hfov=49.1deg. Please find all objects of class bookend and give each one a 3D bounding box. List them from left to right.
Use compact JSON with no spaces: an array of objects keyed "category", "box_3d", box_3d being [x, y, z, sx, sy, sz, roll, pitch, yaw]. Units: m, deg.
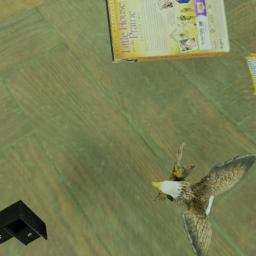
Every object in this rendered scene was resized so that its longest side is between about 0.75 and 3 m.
[{"category":"bookend","box_3d":[-2.243,2.030,5.496,0.929,0.923,0.428,-29,37,-4]}]

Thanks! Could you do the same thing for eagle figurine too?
[{"category":"eagle figurine","box_3d":[1.186,1.191,4.785,1.634,2.166,1.643,-14,95,-19]}]

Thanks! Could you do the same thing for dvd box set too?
[{"category":"dvd box set","box_3d":[0.881,-2.553,6.389,2.713,0.399,1.985,-7,87,-9]}]

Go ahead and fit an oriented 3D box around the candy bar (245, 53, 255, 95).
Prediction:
[{"category":"candy bar","box_3d":[3.237,-1.366,7.131,0.282,1.132,0.125,-18,24,20]}]
